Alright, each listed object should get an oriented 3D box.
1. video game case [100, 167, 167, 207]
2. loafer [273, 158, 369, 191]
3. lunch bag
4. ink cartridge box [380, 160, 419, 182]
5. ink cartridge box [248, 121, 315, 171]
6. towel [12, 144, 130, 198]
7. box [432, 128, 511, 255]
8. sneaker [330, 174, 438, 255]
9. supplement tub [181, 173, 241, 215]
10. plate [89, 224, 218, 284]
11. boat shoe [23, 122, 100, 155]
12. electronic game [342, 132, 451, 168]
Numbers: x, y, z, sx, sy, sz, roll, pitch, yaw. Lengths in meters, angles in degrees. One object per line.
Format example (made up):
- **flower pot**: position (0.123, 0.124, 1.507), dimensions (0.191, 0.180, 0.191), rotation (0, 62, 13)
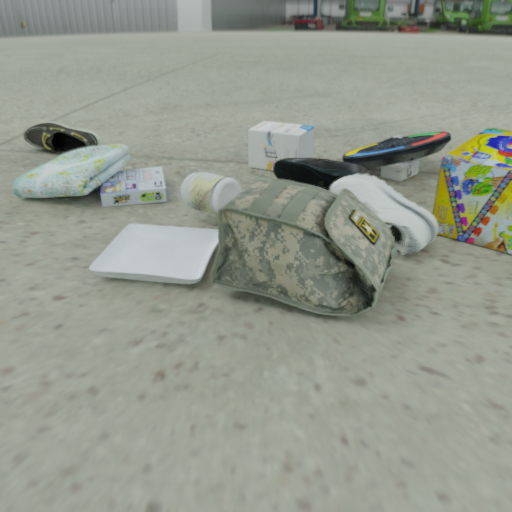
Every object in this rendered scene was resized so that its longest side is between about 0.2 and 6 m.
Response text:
- **video game case**: position (-2.726, -1.551, 12.462), dimensions (1.368, 0.343, 1.510), rotation (-5, 28, -10)
- **loafer**: position (1.435, -1.800, 12.382), dimensions (2.118, 0.771, 0.765), rotation (17, 44, 14)
- **lunch bag**: position (0.865, -0.206, 8.637), dimensions (2.559, 1.505, 2.099), rotation (15, 26, 13)
- **ink cartridge box**: position (3.460, -2.092, 13.511), dimensions (0.584, 0.338, 0.806), rotation (21, 34, 40)
- **ink cartridge box**: position (0.621, -2.718, 14.007), dimensions (1.392, 1.007, 1.025), rotation (13, 30, 23)
- **towel**: position (-4.056, -1.900, 12.509), dimensions (1.843, 0.518, 2.153), rotation (-2, 30, 23)
- **box**: position (4.998, -1.210, 10.496), dimensions (2.443, 1.547, 2.536), rotation (20, 34, 32)
- **sneaker**: position (2.150, -0.783, 10.300), dimensions (0.924, 0.877, 2.295), rotation (-32, 46, -29)
- **supplement tub**: position (-0.875, -1.196, 10.772), dimensions (1.019, 0.738, 0.738), rotation (17, 32, 38)
- **plate**: position (-1.613, -0.013, 9.521), dimensions (1.843, 0.298, 1.847), rotation (5, 27, 8)
- **boat shoe**: position (-5.336, -3.140, 15.094), dimensions (2.163, 0.771, 0.651), rotation (8, 24, 9)
- **electronic game**: position (3.403, -2.643, 13.695), dimensions (2.607, 0.542, 2.607), rotation (-13, 13, 3)
